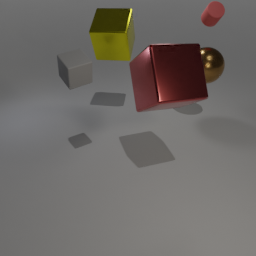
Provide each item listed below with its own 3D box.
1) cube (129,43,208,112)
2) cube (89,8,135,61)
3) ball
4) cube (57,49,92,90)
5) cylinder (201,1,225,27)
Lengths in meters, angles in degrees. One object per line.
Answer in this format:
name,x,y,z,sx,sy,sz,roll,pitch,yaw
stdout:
cube,0.998,-1.252,7.229,1.400,1.400,1.400,-8,-3,-21
cube,-0.556,-3.594,10.811,1.400,1.400,1.400,4,59,10
ball,3.041,-2.434,10.930,1.400,1.400,1.400,0,29,0
cube,-1.424,-1.587,7.541,0.700,0.700,0.700,-23,55,-25
cylinder,3.299,-4.434,10.922,0.700,0.700,0.700,-4,-8,-7
